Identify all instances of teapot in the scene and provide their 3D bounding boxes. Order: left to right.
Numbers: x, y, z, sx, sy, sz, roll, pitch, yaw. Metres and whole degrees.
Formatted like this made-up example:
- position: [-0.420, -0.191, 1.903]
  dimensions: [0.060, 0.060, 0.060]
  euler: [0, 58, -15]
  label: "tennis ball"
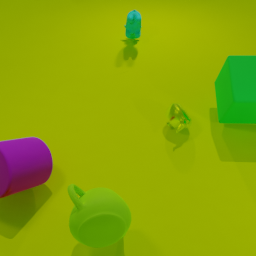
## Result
- position: [-0.501, 1.653, 5.312]
  dimensions: [1.143, 1.839, 0.900]
  euler: [-36, 31, 8]
  label: "teapot"
- position: [1.371, -0.257, 7.831]
  dimensions: [0.648, 0.823, 1.324]
  euler: [-37, 26, 16]
  label: "teapot"

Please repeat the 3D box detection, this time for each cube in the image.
- position: [3.266, -1.002, 7.602]
  dimensions: [1.381, 1.381, 1.381]
  euler: [1, 68, 2]
  label: "cube"

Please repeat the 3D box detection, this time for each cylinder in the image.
- position: [-2.466, 0.826, 6.145]
  dimensions: [1.151, 1.151, 1.151]
  euler: [28, 18, 25]
  label: "cylinder"

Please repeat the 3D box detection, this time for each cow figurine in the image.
- position: [0.212, -4.052, 11.009]
  dimensions: [0.735, 1.339, 1.317]
  euler: [3, 47, -2]
  label: "cow figurine"
